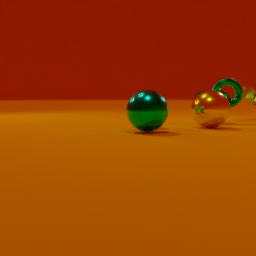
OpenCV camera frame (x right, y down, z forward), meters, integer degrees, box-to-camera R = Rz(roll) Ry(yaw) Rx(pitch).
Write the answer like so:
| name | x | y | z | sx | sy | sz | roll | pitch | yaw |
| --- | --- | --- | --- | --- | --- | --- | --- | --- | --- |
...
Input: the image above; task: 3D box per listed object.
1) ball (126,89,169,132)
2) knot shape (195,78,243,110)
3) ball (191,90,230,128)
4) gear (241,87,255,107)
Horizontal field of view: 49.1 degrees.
| name | x | y | z | sx | sy | sz | roll | pitch | yaw |
| --- | --- | --- | --- | --- | --- | --- | --- | --- | --- |
| ball | 0.428 | -0.382 | 6.184 | 0.928 | 0.928 | 0.928 | 0 | 6 | 0 |
| knot shape | 2.666 | -0.881 | 8.507 | 1.283 | 1.372 | 0.634 | 22 | -10 | 38 |
| ball | 2.090 | -0.477 | 7.102 | 0.956 | 0.956 | 0.956 | 0 | 6 | 0 |
| gear | 4.775 | -0.811 | 9.422 | 2.009 | 0.372 | 2.009 | 22 | 7 | -3 |
